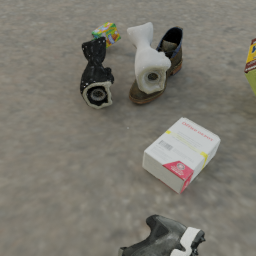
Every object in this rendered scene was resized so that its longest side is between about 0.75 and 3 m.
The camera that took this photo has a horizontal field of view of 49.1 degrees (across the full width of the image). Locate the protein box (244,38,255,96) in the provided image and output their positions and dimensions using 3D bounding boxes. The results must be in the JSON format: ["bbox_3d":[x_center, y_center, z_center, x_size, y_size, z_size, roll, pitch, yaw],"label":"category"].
[{"bbox_3d":[4.290,-1.464,7.633,1.314,1.933,1.947,-17,29,40],"label":"protein box"}]

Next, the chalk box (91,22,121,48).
[{"bbox_3d":[-0.906,-3.425,10.540,1.014,0.633,0.628,-40,40,-14],"label":"chalk box"}]

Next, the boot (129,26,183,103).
[{"bbox_3d":[0.920,-2.062,8.864,1.113,1.444,2.978,23,49,20],"label":"boot"}]

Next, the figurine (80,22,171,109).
[{"bbox_3d":[-0.199,-2.137,8.551,2.631,1.133,2.568,-15,53,7],"label":"figurine"}]

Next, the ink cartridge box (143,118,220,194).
[{"bbox_3d":[1.280,0.604,6.681,1.140,0.655,1.571,34,54,27],"label":"ink cartridge box"}]

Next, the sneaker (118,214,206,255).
[{"bbox_3d":[0.184,2.432,4.364,1.091,0.801,2.411,26,78,28],"label":"sneaker"}]
